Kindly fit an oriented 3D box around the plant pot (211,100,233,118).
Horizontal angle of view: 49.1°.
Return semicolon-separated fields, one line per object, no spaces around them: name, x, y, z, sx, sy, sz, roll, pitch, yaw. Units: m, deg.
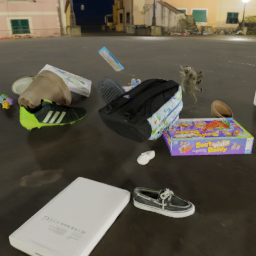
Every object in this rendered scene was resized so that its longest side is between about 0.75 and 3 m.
plant pot;3.953;-0.645;12.064;1.041;0.480;1.041;17;46;-18

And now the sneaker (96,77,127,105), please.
sneaker;-0.113;-1.042;11.018;0.950;2.709;1.111;-34;20;29

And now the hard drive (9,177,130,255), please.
hard drive;-1.175;2.004;6.361;1.581;0.320;2.397;11;26;24

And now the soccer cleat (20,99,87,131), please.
soccer cleat;-3.009;-0.662;11.531;2.763;1.120;0.933;-11;26;-24

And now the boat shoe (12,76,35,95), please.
boat shoe;-4.944;-2.379;15.620;2.808;1.049;0.960;-16;22;-34

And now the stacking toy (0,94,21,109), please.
stacking toy;-6.256;-1.443;14.281;1.713;0.403;1.292;10;25;23

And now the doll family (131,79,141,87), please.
doll family;1.008;-1.642;13.767;2.370;1.370;0.930;4;-16;12

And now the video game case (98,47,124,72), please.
video game case;-0.699;-2.773;11.385;0.101;1.134;0.812;-47;17;-10

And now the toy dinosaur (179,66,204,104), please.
toy dinosaur;1.845;-1.346;8.239;0.693;1.355;0.522;-4;44;7

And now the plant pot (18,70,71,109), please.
plant pot;-3.847;-1.334;12.508;1.975;1.975;1.714;15;44;31

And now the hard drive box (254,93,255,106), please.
hard drive box;6.857;-1.645;12.382;1.116;2.265;2.906;0;24;-1

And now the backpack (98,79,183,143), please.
backpack;0.700;-0.674;9.463;2.109;1.988;2.586;19;61;41

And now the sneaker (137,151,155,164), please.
sneaker;0.499;0.940;8.956;0.362;0.308;0.819;3;14;38

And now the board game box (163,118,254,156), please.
board game box;2.737;0.265;10.030;2.716;0.608;1.826;-1;23;-3

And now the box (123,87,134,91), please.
box;0.003;-1.297;12.960;2.008;1.171;0.604;0;23;-2

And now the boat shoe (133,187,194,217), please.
boat shoe;0.860;1.722;6.774;1.482;0.506;0.547;9;25;20

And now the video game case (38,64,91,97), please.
video game case;-3.537;-2.772;16.105;2.892;0.318;2.636;20;20;-13

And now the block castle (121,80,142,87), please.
block castle;0.624;-1.953;14.772;2.000;0.938;1.336;-11;25;-23
